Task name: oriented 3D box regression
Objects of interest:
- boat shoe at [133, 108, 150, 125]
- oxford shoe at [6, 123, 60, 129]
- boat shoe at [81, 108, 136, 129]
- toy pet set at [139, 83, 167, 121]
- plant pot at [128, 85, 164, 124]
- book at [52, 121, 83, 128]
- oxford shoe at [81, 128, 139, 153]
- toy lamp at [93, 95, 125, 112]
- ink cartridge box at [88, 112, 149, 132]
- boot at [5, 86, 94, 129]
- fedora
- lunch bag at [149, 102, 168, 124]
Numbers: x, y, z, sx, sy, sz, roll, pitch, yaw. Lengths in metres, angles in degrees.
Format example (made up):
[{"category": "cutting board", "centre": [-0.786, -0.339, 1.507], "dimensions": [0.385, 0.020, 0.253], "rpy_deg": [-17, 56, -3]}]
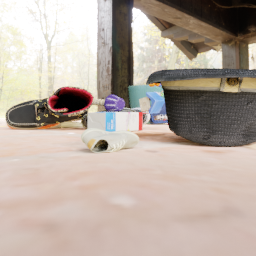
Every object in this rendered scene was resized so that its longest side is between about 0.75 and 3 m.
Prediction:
[{"category": "boat shoe", "centre": [-0.295, -0.356, 11.080], "dimensions": [2.285, 0.799, 0.757], "rpy_deg": [0, 10, 24]}, {"category": "oxford shoe", "centre": [-3.525, -0.336, 10.811], "dimensions": [2.137, 0.762, 0.779], "rpy_deg": [0, -2, 9]}, {"category": "boat shoe", "centre": [-0.582, -0.303, 10.040], "dimensions": [2.128, 0.759, 0.641], "rpy_deg": [-9, 3, -16]}, {"category": "toy pet set", "centre": [1.039, -0.943, 9.318], "dimensions": [1.290, 1.382, 0.734], "rpy_deg": [-7, -4, -44]}, {"category": "plant pot", "centre": [1.412, -1.379, 16.989], "dimensions": [2.782, 2.233, 2.782], "rpy_deg": [-1, 3, 0]}, {"category": "book", "centre": [-2.579, -0.144, 11.674], "dimensions": [0.804, 0.289, 1.203], "rpy_deg": [-1, 1, 37]}, {"category": "oxford shoe", "centre": [-0.209, 0.214, 3.932], "dimensions": [0.974, 0.366, 0.281], "rpy_deg": [8, 38, -43]}, {"category": "toy lamp", "centre": [-0.942, -0.906, 10.147], "dimensions": [0.655, 0.655, 2.251], "rpy_deg": [-2, 8, -38]}, {"category": "ink cartridge box", "centre": [-0.266, -0.213, 9.095], "dimensions": [1.835, 0.617, 1.066], "rpy_deg": [-2, 3, -38]}, {"category": "boot", "centre": [-2.573, -0.642, 9.275], "dimensions": [2.904, 1.063, 2.187], "rpy_deg": [-5, -5, -20]}, {"category": "fedora", "centre": [1.631, -0.370, 4.918], "dimensions": [2.660, 1.215, 2.660], "rpy_deg": [2, 9, 0]}, {"category": "lunch bag", "centre": [1.912, -0.793, 15.158], "dimensions": [1.635, 1.111, 1.082], "rpy_deg": [-3, -2, -7]}]
